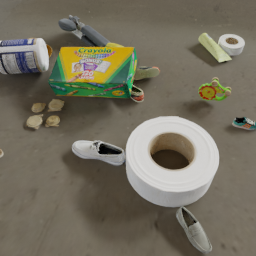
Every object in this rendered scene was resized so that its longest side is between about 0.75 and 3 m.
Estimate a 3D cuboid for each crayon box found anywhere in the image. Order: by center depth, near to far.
[{"bbox_3d":[-1.192,-1.996,9.937,2.818,0.821,1.674,3,59,13],"label":"crayon box"}]

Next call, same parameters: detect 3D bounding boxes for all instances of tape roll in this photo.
[{"bbox_3d":[1.189,0.861,7.876,2.541,0.889,2.541,0,50,1],"label":"tape roll"},{"bbox_3d":[4.383,-3.551,11.932,1.068,0.374,1.068,0,49,0],"label":"tape roll"}]

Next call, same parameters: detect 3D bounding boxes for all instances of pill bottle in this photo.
[{"bbox_3d":[-4.222,-2.669,10.516,2.209,1.227,1.227,-4,50,-2],"label":"pill bottle"}]

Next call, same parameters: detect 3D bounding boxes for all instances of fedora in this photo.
[{"bbox_3d":[-3.940,-3.230,11.492,1.572,0.641,1.572,0,50,0],"label":"fedora"}]

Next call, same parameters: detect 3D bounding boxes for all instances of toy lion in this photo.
[{"bbox_3d":[2.953,-1.247,9.695,0.911,0.873,0.313,34,44,-8],"label":"toy lion"}]

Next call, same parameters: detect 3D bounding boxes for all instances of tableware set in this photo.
[{"bbox_3d":[-2.789,-0.488,9.491,1.127,0.156,1.349,-1,52,2],"label":"tableware set"}]

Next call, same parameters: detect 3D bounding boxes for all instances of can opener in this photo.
[{"bbox_3d":[-1.920,-3.886,11.930,0.969,0.773,2.899,-28,57,-29],"label":"can opener"}]

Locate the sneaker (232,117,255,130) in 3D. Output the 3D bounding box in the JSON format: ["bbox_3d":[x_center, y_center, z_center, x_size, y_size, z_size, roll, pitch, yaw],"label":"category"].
[{"bbox_3d":[3.862,-0.166,9.103,0.835,0.334,0.298,7,50,6],"label":"sneaker"}]

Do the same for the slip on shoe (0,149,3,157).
[{"bbox_3d":[-4.164,0.897,8.235,0.950,0.288,0.361,-30,56,-23],"label":"slip on shoe"}]

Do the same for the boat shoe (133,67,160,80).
[{"bbox_3d":[0.536,-2.116,10.673,1.360,0.484,0.425,-4,20,8],"label":"boat shoe"}]

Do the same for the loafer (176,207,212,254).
[{"bbox_3d":[1.597,2.466,6.825,0.420,0.419,1.201,-26,54,-20],"label":"loafer"}]

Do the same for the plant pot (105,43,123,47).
[{"bbox_3d":[-0.624,-2.950,10.928,0.622,0.876,0.876,35,54,-4],"label":"plant pot"}]

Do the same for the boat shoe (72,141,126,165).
[{"bbox_3d":[-0.876,0.610,8.305,1.679,0.549,0.618,10,51,8],"label":"boat shoe"}]

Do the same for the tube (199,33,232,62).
[{"bbox_3d":[3.590,-3.334,11.762,0.492,0.440,1.696,-39,57,14],"label":"tube"}]

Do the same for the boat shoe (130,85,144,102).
[{"bbox_3d":[0.019,-1.403,10.087,1.353,0.423,0.482,34,61,27],"label":"boat shoe"}]
